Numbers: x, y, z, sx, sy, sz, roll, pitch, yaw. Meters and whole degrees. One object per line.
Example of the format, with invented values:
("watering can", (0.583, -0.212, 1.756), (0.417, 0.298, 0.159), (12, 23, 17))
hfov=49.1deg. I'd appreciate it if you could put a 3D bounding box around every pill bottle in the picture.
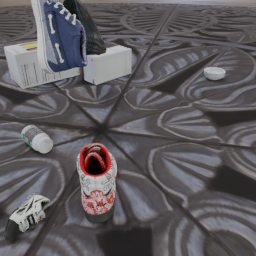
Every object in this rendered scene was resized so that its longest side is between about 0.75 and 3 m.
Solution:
("pill bottle", (-2.376, 0.295, 7.344), (0.495, 0.495, 0.875), (-27, 39, -37))

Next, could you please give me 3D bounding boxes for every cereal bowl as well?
("cereal bowl", (3.612, -2.252, 11.755), (0.860, 0.358, 0.860), (0, 30, 0))

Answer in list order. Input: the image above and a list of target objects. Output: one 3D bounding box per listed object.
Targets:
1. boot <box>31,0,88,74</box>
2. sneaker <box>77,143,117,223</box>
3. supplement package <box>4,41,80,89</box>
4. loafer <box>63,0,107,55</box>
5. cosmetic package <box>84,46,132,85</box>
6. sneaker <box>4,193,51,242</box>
("boot", (-1.702, -2.774, 7.258), (1.189, 2.632, 0.958), (-5, 3, 15))
("sneaker", (-0.615, 0.705, 5.925), (0.767, 1.232, 2.298), (-2, 31, -3))
("supplement package", (-3.494, -2.746, 11.560), (2.537, 1.390, 1.443), (-22, 37, -31))
("loafer", (-1.582, -3.548, 9.755), (0.984, 0.991, 2.723), (2, 59, -43))
("cosmetic package", (-0.828, -2.653, 11.682), (2.038, 1.150, 0.827), (-23, 38, -37))
("sneaker", (-1.823, 1.636, 5.178), (0.482, 0.403, 1.089), (6, 32, 15))
